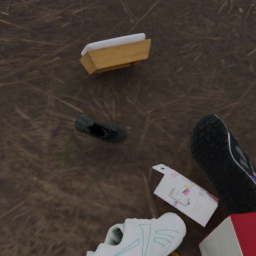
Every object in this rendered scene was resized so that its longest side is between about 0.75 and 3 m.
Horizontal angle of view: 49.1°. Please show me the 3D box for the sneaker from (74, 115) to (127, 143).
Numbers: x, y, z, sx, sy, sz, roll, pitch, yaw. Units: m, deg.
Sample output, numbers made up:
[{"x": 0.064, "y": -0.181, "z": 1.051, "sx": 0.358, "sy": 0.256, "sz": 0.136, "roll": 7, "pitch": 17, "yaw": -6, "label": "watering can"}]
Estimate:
[{"x": -0.615, "y": 0.128, "z": 7.350, "sx": 0.711, "sy": 1.567, "sz": 0.595, "roll": 26, "pitch": 100, "yaw": 51, "label": "sneaker"}]

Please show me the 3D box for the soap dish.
[{"x": -0.412, "y": -2.272, "z": 8.782, "sx": 1.979, "sy": 1.557, "sz": 0.804, "roll": -16, "pitch": 98, "yaw": -17, "label": "soap dish"}]

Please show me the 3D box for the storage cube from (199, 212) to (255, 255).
[{"x": 2.687, "y": 2.660, "z": 5.060, "sx": 1.952, "sy": 2.172, "sz": 1.857, "roll": -4, "pitch": 55, "yaw": -9, "label": "storage cube"}]

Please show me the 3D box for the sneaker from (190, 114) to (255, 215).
[{"x": 2.464, "y": 0.948, "z": 6.752, "sx": 1.238, "sy": 1.071, "sz": 2.828, "roll": 25, "pitch": 37, "yaw": -37, "label": "sneaker"}]

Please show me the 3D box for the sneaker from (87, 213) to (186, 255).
[{"x": 0.291, "y": 2.144, "z": 5.422, "sx": 1.090, "sy": 0.957, "sz": 2.720, "roll": 51, "pitch": 28, "yaw": 13, "label": "sneaker"}]

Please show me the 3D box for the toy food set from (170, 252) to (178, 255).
[{"x": 0.566, "y": 3.039, "z": 6.020, "sx": 0.546, "sy": 0.515, "sz": 1.144, "roll": 42, "pitch": 87, "yaw": 10, "label": "toy food set"}]

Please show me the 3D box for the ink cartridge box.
[{"x": 1.256, "y": 1.514, "z": 6.608, "sx": 1.636, "sy": 0.953, "sz": 0.552, "roll": 32, "pitch": 98, "yaw": 20, "label": "ink cartridge box"}]
